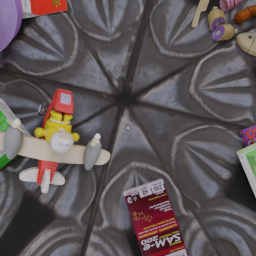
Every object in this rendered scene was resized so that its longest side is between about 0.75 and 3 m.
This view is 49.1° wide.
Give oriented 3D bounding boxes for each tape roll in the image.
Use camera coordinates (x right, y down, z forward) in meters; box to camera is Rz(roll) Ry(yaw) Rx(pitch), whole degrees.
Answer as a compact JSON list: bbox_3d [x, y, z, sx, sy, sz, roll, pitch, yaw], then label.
[{"bbox_3d":[-3.924,-2.991,6.853,2.441,0.801,2.441,-4,121,-7],"label":"tape roll"}]

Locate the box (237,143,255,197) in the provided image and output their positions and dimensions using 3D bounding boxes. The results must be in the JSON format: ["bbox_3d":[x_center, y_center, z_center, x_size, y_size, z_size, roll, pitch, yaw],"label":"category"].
[{"bbox_3d":[4.354,0.964,6.921,2.757,0.501,1.990,-23,90,-4],"label":"box"}]

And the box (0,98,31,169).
[{"bbox_3d":[-3.554,0.257,7.030,1.712,0.828,1.511,-39,85,-5],"label":"box"}]

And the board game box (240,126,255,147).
[{"bbox_3d":[3.899,0.283,7.324,1.664,0.269,0.999,-18,77,-3],"label":"board game box"}]

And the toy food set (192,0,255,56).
[{"bbox_3d":[3.203,-3.013,7.764,2.599,0.409,1.652,19,81,3],"label":"toy food set"}]

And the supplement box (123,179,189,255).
[{"bbox_3d":[0.649,2.315,6.796,1.045,0.585,1.921,-18,81,-3],"label":"supplement box"}]

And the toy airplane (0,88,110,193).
[{"bbox_3d":[-1.743,0.445,6.576,2.231,1.574,2.221,-36,106,-23],"label":"toy airplane"}]

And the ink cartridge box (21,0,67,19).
[{"bbox_3d":[-3.085,-4.110,7.860,2.471,0.584,1.978,-9,81,0],"label":"ink cartridge box"}]
